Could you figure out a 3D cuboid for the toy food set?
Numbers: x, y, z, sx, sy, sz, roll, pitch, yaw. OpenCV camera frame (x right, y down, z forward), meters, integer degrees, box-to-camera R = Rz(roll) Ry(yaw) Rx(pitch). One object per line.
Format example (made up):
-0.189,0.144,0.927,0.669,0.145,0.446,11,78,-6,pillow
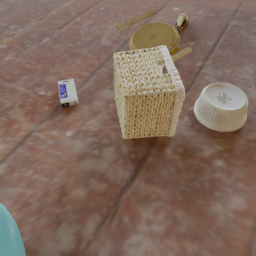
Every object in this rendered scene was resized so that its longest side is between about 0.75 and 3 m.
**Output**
0.929,-3.184,10.525,2.008,0.584,2.908,-27,58,-4,toy food set

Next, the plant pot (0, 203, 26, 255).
-2.964,2.305,4.582,2.629,2.629,2.110,-14,39,-12,plant pot

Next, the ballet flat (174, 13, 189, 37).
2.278,-4.526,11.998,0.558,0.596,1.647,18,50,16,ballet flat

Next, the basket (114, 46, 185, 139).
0.482,-0.951,7.792,1.547,1.924,1.907,-7,53,-8,basket

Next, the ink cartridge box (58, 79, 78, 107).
-1.984,-1.177,9.225,0.544,0.213,1.149,-11,51,-9,ink cartridge box

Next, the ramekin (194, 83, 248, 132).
2.835,-0.694,8.419,1.586,0.739,1.586,0,48,0,ramekin
